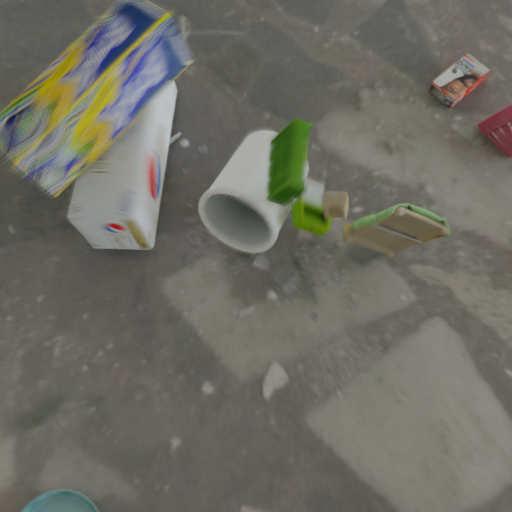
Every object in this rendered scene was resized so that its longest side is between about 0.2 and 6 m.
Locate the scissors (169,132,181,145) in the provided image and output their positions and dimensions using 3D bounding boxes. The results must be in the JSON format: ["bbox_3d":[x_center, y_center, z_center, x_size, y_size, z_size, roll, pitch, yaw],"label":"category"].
[{"bbox_3d":[-2.530,-1.963,11.859,0.824,0.157,2.252,30,74,13],"label":"scissors"}]

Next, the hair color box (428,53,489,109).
[{"bbox_3d":[4.513,-3.900,12.475,1.184,0.378,0.657,-41,75,-13],"label":"hair color box"}]

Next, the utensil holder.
[{"bbox_3d":[0.015,-1.257,10.675,1.567,1.567,1.844,24,57,9],"label":"utensil holder"}]

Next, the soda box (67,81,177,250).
[{"bbox_3d":[-2.537,-2.176,11.153,1.273,1.362,3.998,2,66,7],"label":"soda box"}]

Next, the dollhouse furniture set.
[{"bbox_3d":[1.731,-1.114,9.934,3.242,1.620,1.251,17,66,-24],"label":"dollhouse furniture set"}]

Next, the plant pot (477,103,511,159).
[{"bbox_3d":[5.361,-2.627,11.698,1.092,1.092,0.977,-30,88,-11],"label":"plant pot"}]

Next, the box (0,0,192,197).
[{"bbox_3d":[-2.908,-2.881,9.983,1.167,1.271,3.628,38,82,26],"label":"box"}]

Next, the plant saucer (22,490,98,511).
[{"bbox_3d":[-3.289,4.726,9.334,1.550,0.212,1.550,0,70,0],"label":"plant saucer"}]
